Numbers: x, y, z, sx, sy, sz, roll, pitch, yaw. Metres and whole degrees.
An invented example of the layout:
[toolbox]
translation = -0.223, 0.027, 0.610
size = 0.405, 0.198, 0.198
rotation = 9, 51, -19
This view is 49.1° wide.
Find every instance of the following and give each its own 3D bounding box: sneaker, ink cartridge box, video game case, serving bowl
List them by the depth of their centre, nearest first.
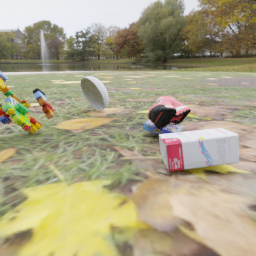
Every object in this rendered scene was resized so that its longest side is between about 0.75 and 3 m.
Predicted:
[ink cartridge box]
translation = 1.316, 0.384, 5.395
size = 1.314, 0.563, 0.970
rotation = -5, 8, 1
[sneaker]
translation = 0.932, -0.485, 7.384
size = 0.795, 0.676, 1.833
rotation = 47, 26, 23
[video game case]
translation = 0.977, -0.012, 7.633
size = 0.915, 0.208, 0.829
rotation = 19, 21, 20
[serving bowl]
translation = -1.232, -1.419, 11.005
size = 0.480, 1.460, 1.460
rotation = -36, 31, -26

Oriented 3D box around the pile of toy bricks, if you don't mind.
[pile of toy bricks]
translation = -2.657, -0.381, 6.813
size = 1.222, 2.202, 1.087
rotation = -35, 54, 7
